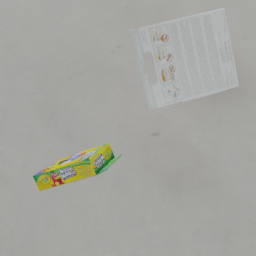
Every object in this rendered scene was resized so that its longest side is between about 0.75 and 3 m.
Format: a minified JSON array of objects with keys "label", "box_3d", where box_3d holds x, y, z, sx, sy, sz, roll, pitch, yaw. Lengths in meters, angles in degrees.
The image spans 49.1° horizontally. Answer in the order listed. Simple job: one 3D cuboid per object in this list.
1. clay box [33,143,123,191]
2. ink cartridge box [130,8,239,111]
[{"label":"clay box","box_3d":[-0.864,0.656,4.968,1.423,0.818,0.339,-20,98,23]},{"label":"ink cartridge box","box_3d":[1.447,-1.725,7.234,2.571,0.645,2.085,-15,99,-7]}]
